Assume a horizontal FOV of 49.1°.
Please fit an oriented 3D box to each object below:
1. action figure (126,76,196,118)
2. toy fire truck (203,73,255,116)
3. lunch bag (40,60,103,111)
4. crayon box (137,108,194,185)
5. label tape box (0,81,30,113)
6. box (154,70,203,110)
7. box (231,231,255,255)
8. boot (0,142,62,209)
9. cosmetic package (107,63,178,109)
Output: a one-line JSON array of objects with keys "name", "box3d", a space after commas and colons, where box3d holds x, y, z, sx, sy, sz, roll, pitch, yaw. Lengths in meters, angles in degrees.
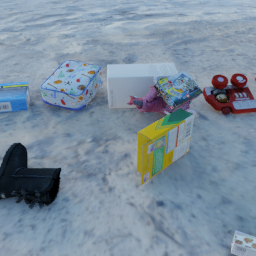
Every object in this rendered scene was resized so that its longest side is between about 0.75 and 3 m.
[{"name": "action figure", "box3d": [1.081, -0.845, 10.861, 2.471, 1.655, 1.840, -2, 58, -25]}, {"name": "toy fire truck", "box3d": [4.296, -1.294, 11.790, 2.051, 1.150, 1.723, -5, 52, -6]}, {"name": "lunch bag", "box3d": [-2.491, -1.994, 12.508, 2.229, 1.051, 2.782, 12, 43, 14]}, {"name": "crayon box", "box3d": [1.027, 0.512, 8.552, 2.350, 1.478, 0.606, -28, 43, -36]}, {"name": "label tape box", "box3d": [-5.030, -1.389, 12.254, 1.337, 0.617, 1.866, -7, 32, -12]}, {"name": "box", "box3d": [1.889, -1.432, 10.383, 1.652, 0.311, 1.128, -26, 75, -35]}, {"name": "box", "box3d": [3.285, 2.802, 6.065, 1.971, 0.408, 0.381, 12, 35, 20]}, {"name": "boot", "box3d": [-2.770, 1.280, 8.034, 1.723, 0.778, 2.102, 1, 40, 5]}, {"name": "cosmetic package", "box3d": [0.581, -1.817, 11.987, 2.926, 1.574, 1.241, -4, 39, -3]}]
